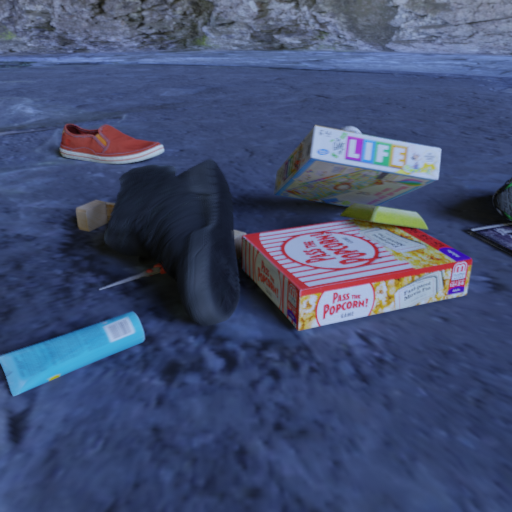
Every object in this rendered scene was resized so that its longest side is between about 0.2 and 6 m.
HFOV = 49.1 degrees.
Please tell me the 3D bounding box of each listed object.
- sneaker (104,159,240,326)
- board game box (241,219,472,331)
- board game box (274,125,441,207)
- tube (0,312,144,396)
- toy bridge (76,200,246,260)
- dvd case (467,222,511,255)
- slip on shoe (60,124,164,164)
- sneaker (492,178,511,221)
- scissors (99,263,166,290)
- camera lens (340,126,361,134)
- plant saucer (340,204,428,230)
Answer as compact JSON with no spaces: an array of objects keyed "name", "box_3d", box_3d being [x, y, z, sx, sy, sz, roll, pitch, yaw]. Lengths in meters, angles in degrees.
[{"name":"sneaker","box_3d":[-1.309,-0.257,8.078,1.877,1.081,3.599,-18,42,13]},{"name":"board game box","box_3d":[1.342,0.127,7.982,2.603,0.603,1.972,-10,25,-21]},{"name":"board game box","box_3d":[1.507,-1.357,9.364,1.925,0.490,2.863,9,-6,-8]},{"name":"tube","box_3d":[-2.036,1.058,6.315,1.524,0.384,0.590,-19,39,-29]},{"name":"toy bridge","box_3d":[-1.594,-0.554,9.669,3.296,0.449,1.108,14,29,27]},{"name":"dvd case","box_3d":[4.411,-0.268,9.481,0.973,0.105,1.309,-9,26,-19]},{"name":"slip on shoe","box_3d":[-3.724,-2.878,14.268,2.840,0.869,1.052,9,24,14]},{"name":"sneaker","box_3d":[5.000,-1.070,10.496,2.342,0.914,0.998,-9,15,-43]},{"name":"scissors","box_3d":[-1.466,0.223,8.387,0.652,0.124,1.782,17,29,32]},{"name":"camera lens","box_3d":[2.458,-2.984,14.662,0.719,0.719,0.898,0,24,1]},{"name":"plant saucer","box_3d":[1.993,-0.636,8.759,1.026,0.246,1.024,6,7,-21]}]
